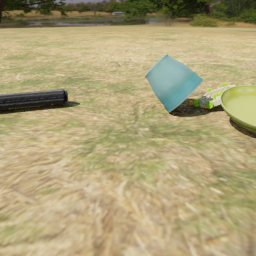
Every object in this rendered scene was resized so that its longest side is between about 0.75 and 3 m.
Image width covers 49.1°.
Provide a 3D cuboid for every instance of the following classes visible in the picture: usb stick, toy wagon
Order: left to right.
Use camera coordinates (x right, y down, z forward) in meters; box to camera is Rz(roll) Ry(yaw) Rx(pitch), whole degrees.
[{"bbox_3d":[-3.390,-0.853,8.838,2.921,0.476,0.810,-8,-7,-17],"label":"usb stick"},{"bbox_3d":[2.732,-0.971,9.020,1.503,0.297,1.166,-20,21,27],"label":"toy wagon"}]

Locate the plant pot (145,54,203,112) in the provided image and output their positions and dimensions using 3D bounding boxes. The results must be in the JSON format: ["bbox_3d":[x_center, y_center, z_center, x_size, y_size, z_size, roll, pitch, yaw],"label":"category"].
[{"bbox_3d":[1.277,-1.433,8.466,1.334,1.420,1.420,45,30,-3],"label":"plant pot"}]

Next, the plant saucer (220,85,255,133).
[{"bbox_3d":[3.656,-0.443,7.433,2.450,0.381,2.450,2,34,-2],"label":"plant saucer"}]
